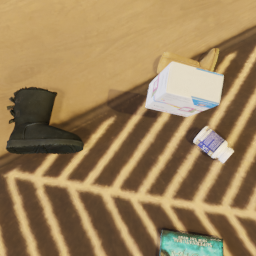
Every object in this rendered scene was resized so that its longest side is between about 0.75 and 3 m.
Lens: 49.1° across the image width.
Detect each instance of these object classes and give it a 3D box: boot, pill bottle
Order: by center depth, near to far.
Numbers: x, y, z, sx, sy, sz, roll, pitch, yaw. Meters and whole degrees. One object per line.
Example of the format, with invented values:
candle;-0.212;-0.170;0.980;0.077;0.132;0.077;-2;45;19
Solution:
pill bottle;2.555;0.513;8.321;1.070;0.640;0.640;42;71;18
boot;-2.502;-0.244;8.558;2.447;0.906;2.005;-1;65;5
boot;2.102;-2.337;9.705;1.826;0.604;1.599;19;66;10

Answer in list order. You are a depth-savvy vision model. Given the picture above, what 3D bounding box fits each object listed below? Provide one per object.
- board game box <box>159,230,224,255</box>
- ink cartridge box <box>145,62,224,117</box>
board game box;1.624;3.319;7.223;1.622;0.228;1.097;7;64;3
ink cartridge box;1.240;-0.825;6.615;1.230;1.702;0.720;12;82;-9
